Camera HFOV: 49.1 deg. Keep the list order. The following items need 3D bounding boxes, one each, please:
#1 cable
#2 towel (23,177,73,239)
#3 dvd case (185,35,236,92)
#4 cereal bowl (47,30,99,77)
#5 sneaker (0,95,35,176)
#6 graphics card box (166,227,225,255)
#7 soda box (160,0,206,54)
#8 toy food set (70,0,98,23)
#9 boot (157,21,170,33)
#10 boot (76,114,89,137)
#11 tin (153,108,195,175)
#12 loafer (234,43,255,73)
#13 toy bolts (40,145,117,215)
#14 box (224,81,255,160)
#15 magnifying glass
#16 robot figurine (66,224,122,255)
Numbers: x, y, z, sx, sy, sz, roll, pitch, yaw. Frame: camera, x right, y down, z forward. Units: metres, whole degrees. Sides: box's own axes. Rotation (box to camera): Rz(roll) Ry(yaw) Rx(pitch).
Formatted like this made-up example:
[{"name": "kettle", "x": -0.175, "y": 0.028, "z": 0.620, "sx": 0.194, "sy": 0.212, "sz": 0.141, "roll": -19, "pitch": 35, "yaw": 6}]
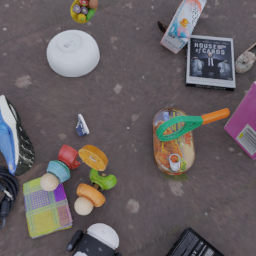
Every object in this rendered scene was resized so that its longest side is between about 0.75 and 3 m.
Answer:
[{"name": "cable", "x": -4.346, "y": 1.917, "z": 7.882, "sx": 2.305, "sy": 0.586, "sz": 1.881, "roll": 1, "pitch": 63, "yaw": 1}, {"name": "towel", "x": -2.321, "y": 2.182, "z": 7.973, "sx": 1.193, "sy": 0.189, "sz": 1.662, "roll": -18, "pitch": 64, "yaw": -8}, {"name": "dvd case", "x": 3.002, "y": -2.429, "z": 10.268, "sx": 1.727, "sy": 0.284, "sz": 2.297, "roll": 6, "pitch": 64, "yaw": 3}, {"name": "cereal bowl", "x": -2.025, "y": -2.857, "z": 10.201, "sx": 1.946, "sy": 0.811, "sz": 1.946, "roll": 0, "pitch": 63, "yaw": -1}, {"name": "sneaker", "x": -3.787, "y": 0.341, "z": 8.524, "sx": 1.266, "sy": 1.116, "sz": 2.841, "roll": -30, "pitch": 58, "yaw": -7}, {"name": "graphics card box", "x": 2.057, "y": 4.025, "z": 6.724, "sx": 2.823, "sy": 0.718, "sz": 1.771, "roll": 37, "pitch": 69, "yaw": 16}, {"name": "soda box", "x": 2.128, "y": -4.060, "z": 10.688, "sx": 0.780, "sy": 0.839, "sz": 2.452, "roll": 31, "pitch": 65, "yaw": -10}, {"name": "toy food set", "x": -1.212, "y": -3.609, "z": 8.279, "sx": 1.164, "sy": 0.685, "sz": 0.380, "roll": -52, "pitch": 37, "yaw": 19}, {"name": "boot", "x": 1.519, "y": -3.976, "z": 11.089, "sx": 0.387, "sy": 0.298, "sz": 0.798, "roll": -30, "pitch": 76, "yaw": -24}, {"name": "boot", "x": -1.555, "y": -0.086, "z": 9.071, "sx": 0.343, "sy": 0.276, "sz": 0.759, "roll": -22, "pitch": 66, "yaw": -16}, {"name": "tin", "x": 1.405, "y": 0.400, "z": 8.757, "sx": 1.229, "sy": 0.459, "sz": 2.194, "roll": -1, "pitch": 63, "yaw": 4}, {"name": "loafer", "x": 4.497, "y": -2.697, "z": 10.265, "sx": 0.605, "sy": 0.529, "sz": 1.682, "roll": 40, "pitch": 69, "yaw": 18}, {"name": "toy bolts", "x": -1.479, "y": 1.314, "z": 7.605, "sx": 1.894, "sy": 1.809, "sz": 1.313, "roll": 22, "pitch": 55, "yaw": 21}, {"name": "box", "x": 4.662, "y": -0.767, "z": 8.141, "sx": 2.889, "sy": 2.541, "sz": 1.397, "roll": -31, "pitch": 67, "yaw": -16}, {"name": "magnifying glass", "x": 1.968, "y": -0.165, "z": 8.403, "sx": 2.444, "sy": 0.973, "sz": 0.274, "roll": -15, "pitch": 58, "yaw": -16}, {"name": "robot figurine", "x": -0.859, "y": 3.177, "z": 7.060, "sx": 0.935, "sy": 1.126, "sz": 1.498, "roll": -1, "pitch": 51, "yaw": 51}]
